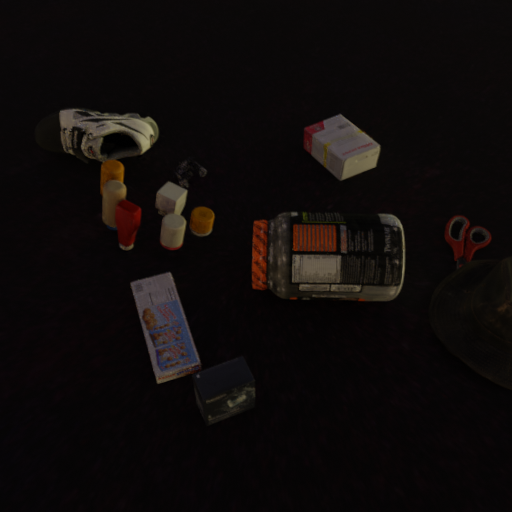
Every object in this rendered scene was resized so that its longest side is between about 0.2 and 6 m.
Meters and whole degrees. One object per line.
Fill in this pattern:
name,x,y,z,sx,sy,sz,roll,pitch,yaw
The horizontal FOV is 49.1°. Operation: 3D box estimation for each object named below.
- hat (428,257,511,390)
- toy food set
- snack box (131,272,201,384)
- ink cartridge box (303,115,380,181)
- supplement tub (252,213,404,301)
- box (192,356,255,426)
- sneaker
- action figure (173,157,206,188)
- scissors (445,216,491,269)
hat,4.114,0.741,8.670,2.654,1.071,2.654,2,49,-3
toy food set,-1.988,-0.689,10.241,2.367,1.065,1.130,25,45,8
snack box,-1.468,1.086,8.935,0.696,0.235,1.936,-14,48,-13
ink cartridge box,1.794,-2.309,11.913,0.996,0.573,1.373,-24,51,-21
supplement tub,1.118,0.010,9.136,2.342,1.435,1.435,2,47,2
box,-0.443,1.889,7.811,0.758,0.771,0.453,-18,49,-16
sneaker,-3.420,-2.440,11.554,2.586,0.958,1.145,-2,34,4
action figure,-1.378,-1.699,11.386,0.615,0.528,1.035,-39,14,-1
scissors,3.583,0.106,9.940,0.817,0.156,2.233,26,54,12
